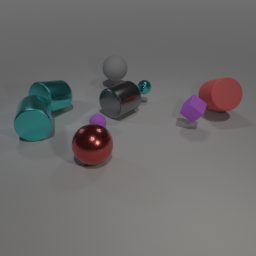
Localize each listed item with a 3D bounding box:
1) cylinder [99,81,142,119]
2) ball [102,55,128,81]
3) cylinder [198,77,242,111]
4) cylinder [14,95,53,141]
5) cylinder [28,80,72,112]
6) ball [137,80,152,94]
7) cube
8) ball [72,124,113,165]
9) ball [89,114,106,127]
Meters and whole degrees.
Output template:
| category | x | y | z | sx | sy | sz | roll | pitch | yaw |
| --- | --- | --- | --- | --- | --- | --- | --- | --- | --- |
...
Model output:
| category | x | y | z | sx | sy | sz | roll | pitch | yaw |
| --- | --- | --- | --- | --- | --- | --- | --- | --- | --- |
| cylinder | -0.342 | -1.295 | 12.715 | 1.400 | 1.400 | 1.400 | 23 | 37 | 35 |
| ball | -0.713 | -3.317 | 15.479 | 1.400 | 1.400 | 1.400 | 0 | 30 | 0 |
| cylinder | 4.015 | -1.461 | 12.294 | 1.400 | 1.400 | 1.400 | -5 | 5 | -9 |
| cylinder | -3.737 | -0.413 | 11.163 | 1.400 | 1.400 | 1.400 | -7 | 30 | -11 |
| cylinder | -3.491 | -1.428 | 12.671 | 1.400 | 1.400 | 1.400 | 17 | 20 | 27 |
| ball | 0.798 | -1.993 | 13.665 | 0.700 | 0.700 | 0.700 | 0 | 30 | 0 |
| cube | 2.643 | -0.785 | 11.325 | 0.700 | 0.700 | 0.700 | 36 | 49 | -7 |
| ball | -1.196 | 0.558 | 9.482 | 1.400 | 1.400 | 1.400 | 0 | 30 | 0 |
| ball | -1.245 | -0.241 | 11.537 | 0.700 | 0.700 | 0.700 | 0 | 30 | 0 |
